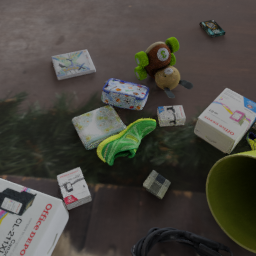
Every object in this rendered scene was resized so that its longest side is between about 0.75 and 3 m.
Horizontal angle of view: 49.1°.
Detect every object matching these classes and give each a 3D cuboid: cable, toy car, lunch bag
[{"bbox_3d":[1.357,3.838,7.377,2.800,0.711,2.285,16,59,10],"label":"cable"},{"bbox_3d":[1.603,-2.272,11.591,1.841,1.768,2.241,-28,68,-12],"label":"toy car"},{"bbox_3d":[-0.125,-1.412,11.237,1.852,0.700,1.484,16,35,7],"label":"lunch bag"}]

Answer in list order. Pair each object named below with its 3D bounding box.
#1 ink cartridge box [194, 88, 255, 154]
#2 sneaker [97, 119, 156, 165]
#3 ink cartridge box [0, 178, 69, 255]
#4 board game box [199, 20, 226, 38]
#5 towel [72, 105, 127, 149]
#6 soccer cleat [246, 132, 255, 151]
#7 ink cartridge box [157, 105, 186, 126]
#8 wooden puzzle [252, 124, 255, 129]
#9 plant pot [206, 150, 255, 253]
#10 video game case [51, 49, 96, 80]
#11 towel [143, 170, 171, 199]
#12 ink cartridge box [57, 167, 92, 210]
[{"bbox_3d":[3.687,-0.301,10.393,1.529,0.895,2.115,35,61,24],"label":"ink cartridge box"},{"bbox_3d":[0.077,0.519,9.880,2.389,0.885,0.998,-33,68,-16],"label":"sneaker"},{"bbox_3d":[-3.403,2.683,7.875,2.795,1.157,2.037,15,53,12],"label":"ink cartridge box"},{"bbox_3d":[4.429,-5.242,14.748,0.849,0.177,1.255,-15,53,-11],"label":"board game box"},{"bbox_3d":[-1.056,-0.071,10.546,1.725,0.415,1.477,-22,52,-16],"label":"towel"},{"bbox_3d":[4.585,0.610,9.965,0.346,0.448,1.071,-17,54,-13],"label":"soccer cleat"},{"bbox_3d":[1.669,-0.474,10.842,0.969,0.405,0.703,-4,52,-3],"label":"ink cartridge box"},{"bbox_3d":[5.322,-0.024,10.646,0.886,0.165,0.819,37,60,26],"label":"wooden puzzle"},{"bbox_3d":[4.206,1.688,8.014,2.862,2.678,2.678,-14,50,-36],"label":"plant pot"},{"bbox_3d":[-2.536,-2.952,12.931,1.739,0.191,1.585,-16,53,-12],"label":"video game case"},{"bbox_3d":[0.928,1.837,9.089,0.749,0.134,0.778,35,49,7],"label":"towel"},{"bbox_3d":[-1.725,1.911,8.930,0.798,0.458,1.099,-20,55,-14],"label":"ink cartridge box"}]
